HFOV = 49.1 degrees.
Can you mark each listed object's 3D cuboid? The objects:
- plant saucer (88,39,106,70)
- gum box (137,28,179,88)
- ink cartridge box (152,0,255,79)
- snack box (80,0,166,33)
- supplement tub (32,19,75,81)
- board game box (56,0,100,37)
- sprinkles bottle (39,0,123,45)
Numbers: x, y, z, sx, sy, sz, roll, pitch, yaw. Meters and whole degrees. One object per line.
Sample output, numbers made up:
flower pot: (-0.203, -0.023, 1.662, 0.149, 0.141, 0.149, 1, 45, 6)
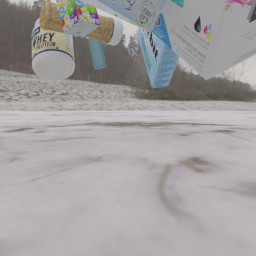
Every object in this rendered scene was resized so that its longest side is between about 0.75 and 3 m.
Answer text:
plant saucer: (-1.296, -3.200, 11.674, 0.516, 1.477, 0.140, -12, 6, -10)
gum box: (0.919, -2.877, 8.301, 0.600, 2.289, 2.694, -9, -23, -9)
ink cartridge box: (1.687, -2.832, 4.743, 2.096, 2.106, 2.870, -28, -32, -16)
snack box: (-0.877, -2.362, 3.980, 2.041, 0.760, 2.870, 33, 18, 21)
supplement tub: (-2.585, -2.762, 9.652, 1.387, 1.914, 1.387, -8, -26, -4)
board game box: (-1.259, -3.005, 6.803, 0.681, 1.299, 0.669, -10, -7, -45)
sprinkles bottle: (-1.400, -3.212, 8.656, 2.479, 0.846, 0.846, 3, 2, -30)
